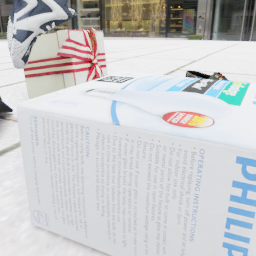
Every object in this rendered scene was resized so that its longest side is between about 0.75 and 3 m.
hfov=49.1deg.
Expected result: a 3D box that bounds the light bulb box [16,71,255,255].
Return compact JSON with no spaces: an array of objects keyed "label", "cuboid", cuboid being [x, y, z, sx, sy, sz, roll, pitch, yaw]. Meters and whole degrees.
[{"label":"light bulb box","cuboid":[0.550,0.339,4.199,2.917,1.820,2.891,10,23,24]}]

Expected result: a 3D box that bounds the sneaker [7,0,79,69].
[{"label":"sneaker","cuboid":[-2.046,-2.579,6.914,1.603,2.464,0.983,-3,31,-31]}]

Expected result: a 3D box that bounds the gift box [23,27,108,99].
[{"label":"gift box","cuboid":[-2.183,-2.164,10.090,2.553,2.523,2.734,1,22,24]}]

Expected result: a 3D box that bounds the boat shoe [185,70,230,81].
[{"label":"boat shoe","cuboid":[3.541,-1.840,11.392,2.680,0.840,0.980,16,26,33]}]

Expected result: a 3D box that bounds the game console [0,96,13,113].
[{"label":"game console","cuboid":[-4.668,-0.040,7.418,2.708,1.602,2.311,-4,52,-10]}]
